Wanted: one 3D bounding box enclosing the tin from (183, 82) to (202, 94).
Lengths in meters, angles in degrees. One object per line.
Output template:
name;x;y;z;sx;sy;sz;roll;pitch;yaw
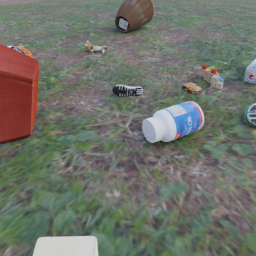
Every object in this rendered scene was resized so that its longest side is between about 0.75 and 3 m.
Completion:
tin;2.654;-1.657;11.622;0.540;0.202;0.964;-15;35;-16

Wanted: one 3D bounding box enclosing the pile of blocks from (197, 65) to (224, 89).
pile of blocks;3.794;-2.394;12.389;0.829;0.627;2.018;-6;32;-9

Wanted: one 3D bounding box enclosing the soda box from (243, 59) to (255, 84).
soda box;5.892;-2.633;12.786;0.656;0.610;1.922;20;37;29

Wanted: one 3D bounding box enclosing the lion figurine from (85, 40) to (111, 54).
lion figurine;-1.748;-4.622;16.226;1.524;0.552;0.934;10;23;-10

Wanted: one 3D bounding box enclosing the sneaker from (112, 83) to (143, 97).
sneaker;-0.065;-1.565;11.292;1.242;0.470;0.718;3;25;-15

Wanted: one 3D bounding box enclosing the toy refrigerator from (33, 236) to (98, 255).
toy refrigerator;-0.937;2.883;3.355;1.020;1.107;2.915;-1;32;-1

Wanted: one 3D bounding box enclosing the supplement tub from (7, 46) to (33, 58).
supplement tub;-4.972;-2.336;11.342;1.612;1.612;2.630;6;33;10

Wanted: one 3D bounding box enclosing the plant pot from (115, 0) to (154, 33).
plant pot;0.234;-8.171;20.440;2.485;2.485;2.659;16;51;24

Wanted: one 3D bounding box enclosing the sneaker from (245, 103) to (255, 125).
sneaker;4.725;-0.630;9.544;2.390;0.926;0.952;-15;15;-31

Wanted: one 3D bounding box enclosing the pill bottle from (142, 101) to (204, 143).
pill bottle;1.335;-0.143;8.418;1.739;0.976;0.976;-19;36;-25

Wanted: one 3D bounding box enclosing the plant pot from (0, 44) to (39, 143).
plant pot;-4.063;-1.074;8.565;2.426;2.751;2.753;5;30;-15
